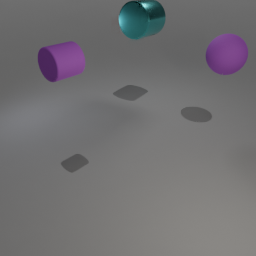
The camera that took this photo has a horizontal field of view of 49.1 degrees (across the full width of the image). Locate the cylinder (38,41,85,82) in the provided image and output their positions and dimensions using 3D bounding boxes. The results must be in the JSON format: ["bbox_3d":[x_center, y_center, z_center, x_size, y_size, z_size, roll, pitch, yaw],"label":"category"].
[{"bbox_3d":[-1.362,-1.367,5.754,0.700,0.700,0.700,25,38,35],"label":"cylinder"}]

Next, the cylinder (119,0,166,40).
[{"bbox_3d":[0.579,-4.346,11.174,1.400,1.400,1.400,19,32,29],"label":"cylinder"}]

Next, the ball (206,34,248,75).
[{"bbox_3d":[3.444,-2.566,9.799,1.400,1.400,1.400,0,30,0],"label":"ball"}]
